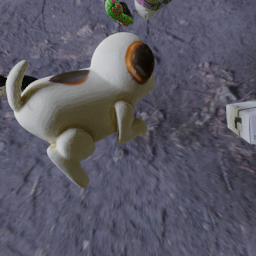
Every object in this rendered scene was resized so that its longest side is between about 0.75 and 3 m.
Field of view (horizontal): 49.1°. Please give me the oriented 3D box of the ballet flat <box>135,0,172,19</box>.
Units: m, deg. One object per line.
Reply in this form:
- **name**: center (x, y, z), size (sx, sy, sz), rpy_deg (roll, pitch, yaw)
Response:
- **ballet flat**: center (0.642, -3.185, 6.816), size (0.874, 0.900, 2.529), rpy_deg (39, 38, 0)

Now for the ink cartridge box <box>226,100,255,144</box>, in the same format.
- **ink cartridge box**: center (2.642, -0.172, 5.523), size (0.997, 1.361, 0.565), rpy_deg (-8, 103, 4)

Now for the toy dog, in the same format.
- **toy dog**: center (-0.566, -0.605, 4.710), size (2.309, 2.239, 1.611), rpy_deg (-40, 29, -3)

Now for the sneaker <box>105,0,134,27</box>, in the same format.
- **sneaker**: center (-0.231, -2.876, 6.825), size (0.410, 1.068, 0.447), rpy_deg (-19, 72, 22)

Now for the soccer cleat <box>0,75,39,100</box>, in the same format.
- **soccer cleat**: center (-2.459, -0.834, 6.061), size (1.446, 0.529, 0.493), rpy_deg (2, 61, -22)
